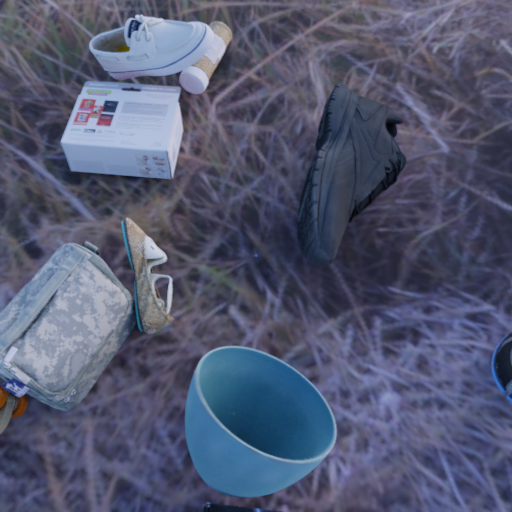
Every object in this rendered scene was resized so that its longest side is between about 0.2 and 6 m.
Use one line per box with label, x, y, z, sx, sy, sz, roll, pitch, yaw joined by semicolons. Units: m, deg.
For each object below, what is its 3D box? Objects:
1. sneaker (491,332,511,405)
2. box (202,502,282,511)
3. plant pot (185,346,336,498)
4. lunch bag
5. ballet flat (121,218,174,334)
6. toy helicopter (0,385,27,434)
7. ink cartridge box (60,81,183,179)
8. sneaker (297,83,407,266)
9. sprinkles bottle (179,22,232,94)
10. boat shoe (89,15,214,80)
sneaker;4.334;1.021;7.561;2.847;1.180;1.009;-29;64;-15
box;0.401;3.842;6.174;2.229;0.960;1.825;6;63;3
plant pot;-0.125;2.129;6.698;1.795;1.209;1.795;24;23;-11
lunch bag;-2.613;0.914;7.350;1.368;1.647;1.963;27;65;14
ballet flat;-1.537;0.249;8.141;0.564;0.609;1.727;-12;84;-2
toy helicopter;-3.895;1.981;7.514;1.467;0.579;0.970;26;74;25
ink cartridge box;-2.177;-2.155;9.494;1.740;0.730;1.528;5;57;2
sneaker;1.562;-1.298;8.838;1.510;1.263;3.327;17;66;0
sprinkles bottle;-0.930;-3.715;10.474;0.507;0.507;1.487;17;63;9
boat shoe;-1.856;-3.620;9.470;2.406;0.840;0.853;5;70;34
